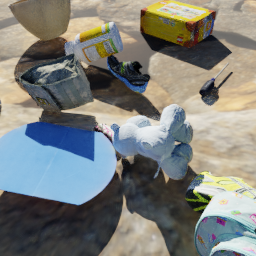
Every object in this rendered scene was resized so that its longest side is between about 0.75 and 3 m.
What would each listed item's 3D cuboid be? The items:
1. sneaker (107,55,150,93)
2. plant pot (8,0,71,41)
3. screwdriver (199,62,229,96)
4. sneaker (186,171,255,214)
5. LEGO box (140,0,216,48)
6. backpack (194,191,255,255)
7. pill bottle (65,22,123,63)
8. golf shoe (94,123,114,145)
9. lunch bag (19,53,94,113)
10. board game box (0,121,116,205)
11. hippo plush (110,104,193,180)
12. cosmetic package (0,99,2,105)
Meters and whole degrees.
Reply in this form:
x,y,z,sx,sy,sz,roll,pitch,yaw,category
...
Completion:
x,y,z,sx,sy,sz,roll,pitch,yaw,category
0.032,-1.875,9.163,1.968,0.816,0.698,43,17,35,sneaker
-3.376,-4.629,11.591,2.467,1.657,2.467,-13,32,8,plant pot
2.965,-1.728,9.523,0.342,0.328,2.354,-8,28,42,screwdriver
2.354,1.410,5.522,2.287,0.863,0.874,18,45,17,sneaker
2.137,-4.675,12.304,2.651,1.023,1.974,30,49,29,LEGO box
1.908,1.908,4.472,1.711,1.504,1.312,28,45,33,backpack
-1.228,-2.965,10.015,1.909,1.060,1.060,-15,39,14,pill bottle
-0.492,0.137,7.365,0.413,0.326,0.897,-28,49,-29,golf shoe
-1.969,-1.119,7.788,1.654,1.356,0.972,-18,59,2,lunch bag
-1.705,0.845,6.439,2.864,0.558,2.263,10,37,3,board game box
0.473,0.448,6.517,1.590,1.575,1.978,-2,29,39,hippo plush
-4.720,-0.551,7.250,1.113,1.548,2.743,12,40,13,cosmetic package
